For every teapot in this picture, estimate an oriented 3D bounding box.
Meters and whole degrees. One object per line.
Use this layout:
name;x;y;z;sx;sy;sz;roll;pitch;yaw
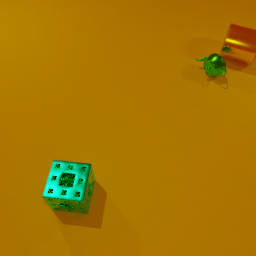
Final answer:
teapot;2.408;-1.791;8.004;0.524;0.666;1.070;-30;51;-14

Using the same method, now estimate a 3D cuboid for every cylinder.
cylinder;3.326;-2.478;8.257;0.969;0.969;0.969;20;59;13

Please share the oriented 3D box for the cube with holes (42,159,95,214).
cube with holes;-1.196;1.245;5.878;0.810;0.810;0.810;6;57;4
